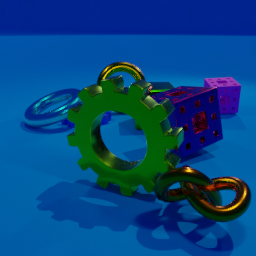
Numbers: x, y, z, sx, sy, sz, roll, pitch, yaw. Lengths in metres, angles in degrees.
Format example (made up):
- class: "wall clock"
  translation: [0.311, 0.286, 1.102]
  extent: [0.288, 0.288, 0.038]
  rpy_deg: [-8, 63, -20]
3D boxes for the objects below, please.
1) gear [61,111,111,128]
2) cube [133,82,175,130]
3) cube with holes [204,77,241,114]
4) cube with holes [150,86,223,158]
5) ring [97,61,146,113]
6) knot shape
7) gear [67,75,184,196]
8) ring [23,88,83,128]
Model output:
- class: "gear"
  translation: [-1.337, -0.392, 8.902]
  extent: [1.572, 0.291, 1.572]
  rpy_deg: [0, 20, 0]
- class: "cube"
  translation: [0.766, -0.701, 8.444]
  extent: [1.178, 1.178, 1.178]
  rpy_deg: [-1, 20, -3]
- class: "cube with holes"
  translation: [3.210, -1.127, 9.692]
  extent: [0.967, 0.967, 0.967]
  rpy_deg: [-3, 26, 2]
- class: "cube with holes"
  translation: [1.261, -0.220, 6.546]
  extent: [1.223, 1.223, 1.223]
  rpy_deg: [-20, 18, -24]
- class: "ring"
  translation: [-0.209, -1.379, 9.514]
  extent: [1.735, 1.735, 0.347]
  rpy_deg: [-4, 5, -11]
- class: "knot shape"
  translation: [1.156, 0.947, 4.139]
  extent: [1.252, 0.618, 1.338]
  rpy_deg: [10, -4, 43]
- class: "gear"
  translation: [-0.105, 0.165, 4.802]
  extent: [2.039, 2.039, 0.377]
  rpy_deg: [9, 23, 23]
- class: "ring"
  translation: [-2.271, -0.656, 8.667]
  extent: [1.990, 0.398, 1.990]
  rpy_deg: [-15, 29, 9]
